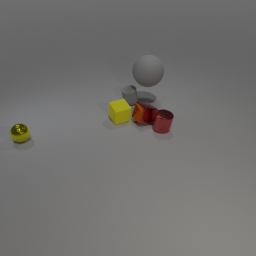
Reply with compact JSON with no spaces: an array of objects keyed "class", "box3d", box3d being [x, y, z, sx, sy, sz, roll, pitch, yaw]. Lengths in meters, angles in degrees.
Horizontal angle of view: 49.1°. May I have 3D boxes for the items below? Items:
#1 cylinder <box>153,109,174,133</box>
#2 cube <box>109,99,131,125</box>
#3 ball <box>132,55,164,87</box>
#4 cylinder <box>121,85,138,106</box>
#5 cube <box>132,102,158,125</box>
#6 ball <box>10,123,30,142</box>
[{"class":"cylinder","box3d":[1.387,-0.262,11.028,0.700,0.700,0.700,6,37,-5]},{"class":"cube","box3d":[-0.348,-0.684,11.676,0.700,0.700,0.700,-17,48,-21]},{"class":"ball","box3d":[0.895,-2.526,12.442,1.400,1.400,1.400,0,31,0]},{"class":"cylinder","box3d":[0.083,-1.533,13.148,0.700,0.700,0.700,-6,41,5]},{"class":"cube","box3d":[0.684,-0.616,11.549,0.700,0.700,0.700,4,24,-34]},{"class":"ball","box3d":[-3.999,0.178,10.367,0.700,0.700,0.700,0,31,0]}]
